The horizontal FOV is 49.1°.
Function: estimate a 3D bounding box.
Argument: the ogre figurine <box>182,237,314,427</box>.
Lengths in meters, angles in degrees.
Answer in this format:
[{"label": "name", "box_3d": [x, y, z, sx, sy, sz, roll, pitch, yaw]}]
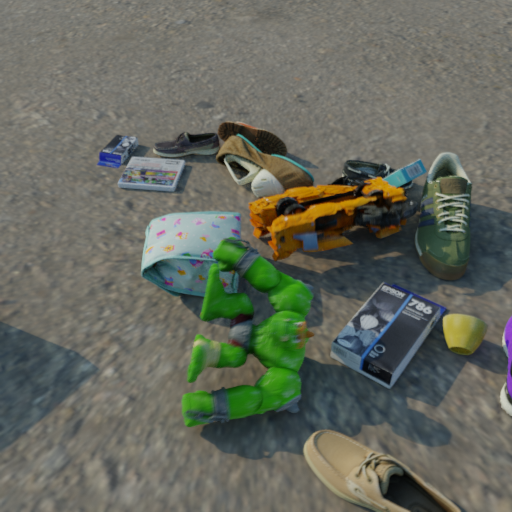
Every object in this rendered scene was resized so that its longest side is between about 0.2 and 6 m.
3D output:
[{"label": "ogre figurine", "box_3d": [-0.045, 1.154, 8.358, 1.686, 1.380, 2.813, 11, 47, -5]}]

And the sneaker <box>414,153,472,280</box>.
[{"label": "sneaker", "box_3d": [3.691, -0.943, 10.936, 0.968, 1.296, 2.887, 7, 41, 8]}]

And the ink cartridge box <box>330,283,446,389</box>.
[{"label": "ink cartridge box", "box_3d": [2.241, 1.119, 9.205, 1.083, 0.427, 2.177, 24, 45, 28]}]

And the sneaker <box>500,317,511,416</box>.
[{"label": "sneaker", "box_3d": [4.166, 1.422, 8.419, 0.681, 0.974, 1.959, 13, 43, 15]}]

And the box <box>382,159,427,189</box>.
[{"label": "box", "box_3d": [3.034, -1.638, 11.757, 0.522, 1.268, 0.312, -27, 89, -9]}]

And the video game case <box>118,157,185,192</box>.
[{"label": "video game case", "box_3d": [-2.396, -1.897, 12.950, 1.295, 0.149, 1.180, 5, 41, 4]}]

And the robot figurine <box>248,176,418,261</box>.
[{"label": "robot figurine", "box_3d": [1.528, -0.819, 10.936, 3.074, 0.895, 2.229, -11, 29, -14]}]

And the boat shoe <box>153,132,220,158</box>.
[{"label": "boat shoe", "box_3d": [-1.696, -2.760, 13.654, 1.638, 0.531, 0.589, -2, 41, -3]}]

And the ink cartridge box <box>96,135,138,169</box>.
[{"label": "ink cartridge box", "box_3d": [-3.386, -2.559, 13.663, 0.597, 0.235, 1.201, 10, 42, 10]}]

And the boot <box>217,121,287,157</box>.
[{"label": "boot", "box_3d": [0.014, -2.883, 13.746, 1.748, 0.656, 0.937, 24, 20, 8]}]

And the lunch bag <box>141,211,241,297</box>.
[{"label": "lunch bag", "box_3d": [-1.164, -0.062, 10.107, 1.754, 1.069, 1.494, 3, 41, -5]}]

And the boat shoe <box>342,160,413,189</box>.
[{"label": "boat shoe", "box_3d": [2.742, -1.840, 12.613, 1.592, 0.480, 0.602, 4, 43, 6]}]

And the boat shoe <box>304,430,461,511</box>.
[{"label": "boat shoe", "box_3d": [1.577, 2.789, 7.034, 2.161, 0.697, 0.770, 26, 47, 28]}]

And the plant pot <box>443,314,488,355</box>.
[{"label": "plant pot", "box_3d": [3.290, 1.291, 8.913, 0.684, 0.684, 0.486, 13, 67, 15]}]

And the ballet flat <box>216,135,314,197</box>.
[{"label": "ballet flat", "box_3d": [0.054, -1.874, 12.466, 0.987, 0.925, 2.729, -44, 54, -14]}]
